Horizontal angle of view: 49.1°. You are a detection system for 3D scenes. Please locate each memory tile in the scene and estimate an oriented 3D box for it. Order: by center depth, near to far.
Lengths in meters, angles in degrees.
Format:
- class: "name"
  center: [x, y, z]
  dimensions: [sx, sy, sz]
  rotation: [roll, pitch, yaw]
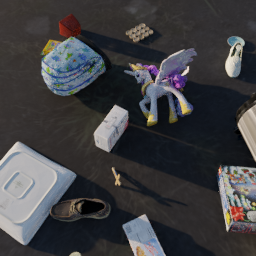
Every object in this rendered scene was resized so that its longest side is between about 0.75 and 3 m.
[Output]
- class: "memory tile"
  center: [0.549, -4.471, 13.162]
  dimensions: [1.131, 0.095, 0.867]
  rotation: [-34, 64, -20]

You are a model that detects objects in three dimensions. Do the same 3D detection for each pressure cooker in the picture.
- class: "pressure cooker"
  center: [4.839, -0.165, 9.154]
  dimensions: [2.198, 2.232, 2.499]
  rotation: [-13, 59, -4]

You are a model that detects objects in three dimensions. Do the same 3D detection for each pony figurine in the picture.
- class: "pony figurine"
  center: [1.383, -1.566, 10.404]
  dimensions: [2.564, 2.212, 2.656]
  rotation: [-17, 74, 0]

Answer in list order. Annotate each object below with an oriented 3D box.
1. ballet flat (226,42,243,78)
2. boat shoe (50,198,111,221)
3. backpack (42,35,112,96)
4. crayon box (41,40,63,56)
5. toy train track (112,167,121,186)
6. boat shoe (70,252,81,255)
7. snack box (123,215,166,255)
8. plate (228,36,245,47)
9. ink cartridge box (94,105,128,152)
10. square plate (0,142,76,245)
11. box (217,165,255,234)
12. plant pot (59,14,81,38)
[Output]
- class: "ballet flat"
  center: [4.565, -2.977, 11.914]
  dimensions: [0.637, 0.637, 1.836]
  rotation: [15, 59, 9]
- class: "boat shoe"
  center: [-1.452, 2.385, 8.457]
  dimensions: [1.825, 0.669, 0.680]
  rotation: [-4, 58, -3]
- class: "backpack"
  center: [-2.200, -2.433, 11.037]
  dimensions: [2.046, 1.928, 2.508]
  rotation: [41, 81, 16]
- class: "crayon box"
  center: [-3.211, -3.487, 12.406]
  dimensions: [1.202, 0.310, 0.756]
  rotation: [12, 58, 8]
- class: "toy train track"
  center: [-0.350, 1.580, 9.208]
  dimensions: [0.124, 0.436, 0.760]
  rotation: [2, 36, -27]
- class: "boat shoe"
  center: [-1.405, 4.093, 7.525]
  dimensions: [0.537, 0.448, 1.438]
  rotation: [-15, 43, -2]
- class: "snack box"
  center: [0.625, 3.608, 7.922]
  dimensions: [0.770, 0.260, 2.142]
  rotation: [-21, 60, -13]
- class: "plate"
  center: [4.930, -3.902, 12.800]
  dimensions: [0.754, 0.096, 0.754]
  rotation: [0, 57, 0]
- class: "ink cartridge box"
  center: [-0.556, 0.039, 9.768]
  dimensions: [0.553, 0.979, 1.336]
  rotation: [27, 62, 15]
- class: "square plate"
  center: [-3.436, 1.890, 8.963]
  dimensions: [2.598, 0.370, 2.574]
  rotation: [26, 61, 16]
- class: "box"
  center: [4.338, 2.156, 8.336]
  dimensions: [2.996, 0.597, 2.051]
  rotation: [4, 41, 2]
- class: "plant pot"
  center: [-2.609, -4.585, 12.875]
  dimensions: [0.703, 0.798, 0.798]
  rotation: [40, 65, 10]
